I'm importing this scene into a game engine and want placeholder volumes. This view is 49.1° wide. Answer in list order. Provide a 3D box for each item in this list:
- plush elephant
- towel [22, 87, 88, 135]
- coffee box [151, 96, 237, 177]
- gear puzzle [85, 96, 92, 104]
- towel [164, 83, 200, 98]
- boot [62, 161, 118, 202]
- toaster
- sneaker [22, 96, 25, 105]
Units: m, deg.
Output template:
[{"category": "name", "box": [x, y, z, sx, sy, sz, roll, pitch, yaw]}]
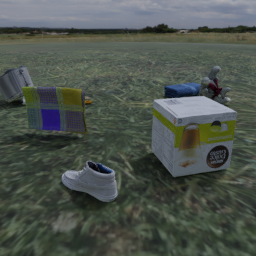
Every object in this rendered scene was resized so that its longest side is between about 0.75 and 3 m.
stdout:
[{"category": "plush elephant", "box": [3.471, -1.394, 11.067, 1.210, 1.563, 1.287, 33, 46, 18]}, {"category": "towel", "box": [-2.072, -0.502, 7.998, 1.909, 1.371, 0.217, 6, 25, 10]}, {"category": "coffee box", "box": [1.450, 0.134, 6.543, 1.414, 1.400, 1.416, -6, 21, -15]}, {"category": "gear puzzle", "box": [-2.053, -1.207, 11.883, 1.481, 0.194, 0.767, 20, 26, 36]}, {"category": "towel", "box": [2.623, -1.702, 12.770, 1.861, 0.452, 1.039, -11, 24, -29]}, {"category": "boot", "box": [-0.781, 0.921, 5.538, 1.363, 0.652, 0.501, 13, 24, 30]}, {"category": "toaster", "box": [-4.693, -1.777, 11.526, 1.709, 1.104, 0.971, -16, 14, 34]}, {"category": "sneaker", "box": [-4.084, -1.202, 11.633, 0.393, 0.364, 0.969, 10, 22, 2]}]
